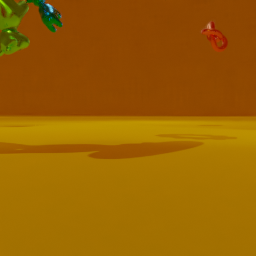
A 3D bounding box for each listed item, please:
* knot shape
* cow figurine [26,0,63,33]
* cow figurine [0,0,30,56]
[{"bbox_3d":[3.222,-3.320,10.304,0.554,1.122,1.199,-37,10,27],"label":"knot shape"},{"bbox_3d":[-2.788,-3.941,9.327,0.686,1.250,1.230,-33,-41,15],"label":"cow figurine"},{"bbox_3d":[-3.341,-2.889,7.472,0.940,1.685,1.712,-9,-38,32],"label":"cow figurine"}]
